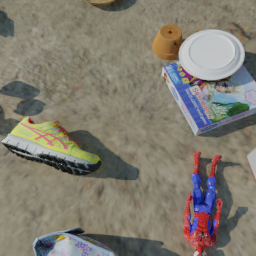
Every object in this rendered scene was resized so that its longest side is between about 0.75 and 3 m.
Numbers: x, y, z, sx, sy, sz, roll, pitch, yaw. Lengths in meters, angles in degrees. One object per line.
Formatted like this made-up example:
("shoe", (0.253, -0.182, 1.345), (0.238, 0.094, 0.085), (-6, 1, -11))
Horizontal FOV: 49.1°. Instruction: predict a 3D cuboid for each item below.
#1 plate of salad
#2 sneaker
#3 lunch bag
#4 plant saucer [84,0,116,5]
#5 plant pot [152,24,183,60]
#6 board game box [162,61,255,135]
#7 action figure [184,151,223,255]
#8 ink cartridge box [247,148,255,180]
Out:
("plate of salad", (2.494, -2.182, 8.437), (1.893, 0.455, 1.893), (-5, 64, 9))
("sneaker", (-1.899, 0.364, 7.379), (2.701, 1.055, 1.219), (18, 62, 9))
("lunch bag", (-1.102, 2.710, 5.989), (1.631, 1.383, 1.037), (20, 68, 11))
("plant saucer", (-1.020, -5.224, 10.572), (1.880, 0.333, 1.880), (0, 63, 0))
("plant pot", (1.342, -2.879, 9.176), (1.043, 0.730, 1.043), (0, 64, 1))
("board game box", (2.574, -1.216, 8.470), (2.343, 0.483, 2.348), (-20, 65, -10))
("action figure", (1.833, 1.883, 6.863), (0.868, 0.686, 2.653), (11, 66, 3))
("ink cartridge box", (4.358, 1.077, 7.116), (2.030, 0.841, 1.479), (-10, 64, -5))
